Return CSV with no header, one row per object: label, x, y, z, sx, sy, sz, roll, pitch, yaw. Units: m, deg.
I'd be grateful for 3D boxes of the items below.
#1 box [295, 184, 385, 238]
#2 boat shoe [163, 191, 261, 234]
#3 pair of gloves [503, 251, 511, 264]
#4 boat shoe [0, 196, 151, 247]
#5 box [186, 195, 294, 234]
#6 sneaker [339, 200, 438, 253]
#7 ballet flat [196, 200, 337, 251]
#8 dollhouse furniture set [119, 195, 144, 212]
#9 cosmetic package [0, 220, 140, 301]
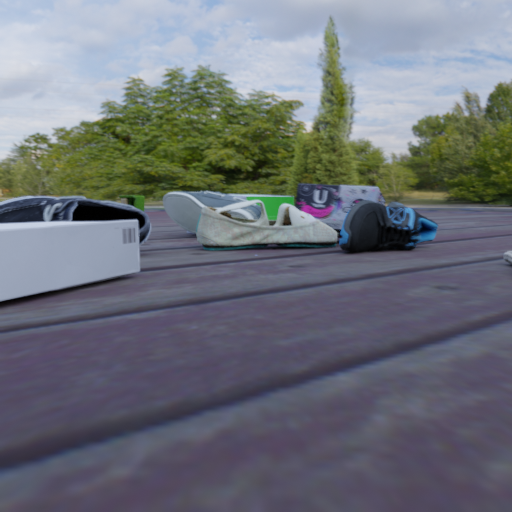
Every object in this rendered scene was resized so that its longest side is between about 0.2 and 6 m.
box,1.738,-0.918,11.647,1.669,0.958,1.103,4,-7,21
boat shoe,-0.976,-1.017,12.738,2.569,0.935,0.794,14,36,30
pair of gloves,4.450,0.047,6.828,2.380,0.417,2.024,0,6,11
boat shoe,-2.960,-0.502,8.713,2.608,0.935,0.884,4,-9,-12
box,-0.382,-1.058,14.057,1.879,1.029,2.129,4,7,34
sneaker,2.348,-0.501,9.855,0.961,0.859,2.346,26,28,37
ballet flat,0.306,-0.575,10.313,2.824,0.880,0.952,-2,12,-21
dollhouse furniture set,-3.371,-0.669,10.746,2.551,0.985,1.275,-5,8,-40
cosmetic package,-2.427,0.026,5.640,1.133,0.695,2.744,3,7,24
